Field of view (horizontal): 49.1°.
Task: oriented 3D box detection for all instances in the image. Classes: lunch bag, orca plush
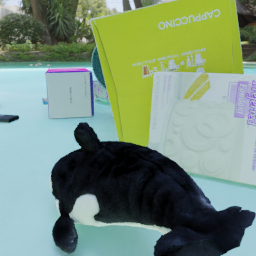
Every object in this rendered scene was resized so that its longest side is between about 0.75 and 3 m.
[{"bbox_3d":[-0.312,-1.657,12.273,2.478,0.955,1.988,-7,18,-23],"label":"lunch bag"},{"bbox_3d":[-0.326,0.470,2.761,1.464,0.989,2.782,-37,17,-13],"label":"orca plush"}]

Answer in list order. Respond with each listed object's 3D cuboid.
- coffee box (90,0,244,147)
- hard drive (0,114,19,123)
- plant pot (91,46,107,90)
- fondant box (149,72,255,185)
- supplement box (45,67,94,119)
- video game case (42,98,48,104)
[{"bbox_3d":[0.914,-1.370,6.633,2.742,2.746,2.715,-11,15,5],"label":"coffee box"},{"bbox_3d":[-3.907,-0.298,8.668,0.842,0.139,0.588,3,15,10],"label":"hard drive"},{"bbox_3d":[0.142,-2.397,9.415,2.370,2.370,1.596,3,42,13],"label":"plant pot"},{"bbox_3d":[1.525,-0.061,4.639,2.292,1.654,0.668,7,10,26],"label":"fondant box"},{"bbox_3d":[-2.138,-1.391,10.159,1.520,1.488,2.941,-4,15,-12],"label":"supplement box"},{"bbox_3d":[-2.941,-1.199,12.158,1.473,0.131,1.054,-5,16,-18],"label":"video game case"}]
